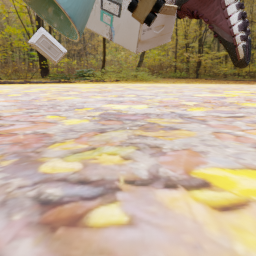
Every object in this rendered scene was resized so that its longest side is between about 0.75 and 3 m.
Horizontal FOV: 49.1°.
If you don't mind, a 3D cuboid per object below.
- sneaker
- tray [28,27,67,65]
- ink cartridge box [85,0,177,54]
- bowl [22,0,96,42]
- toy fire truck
[{"bbox_3d":[2.146,-2.816,7.319,1.643,2.844,1.076,-10,10,36],"label":"sneaker"},{"bbox_3d":[-3.229,-3.293,11.482,0.170,0.825,1.536,44,3,41],"label":"tray"},{"bbox_3d":[0.058,-3.481,8.052,2.293,1.675,1.682,35,45,27],"label":"ink cartridge box"},{"bbox_3d":[-1.421,-2.852,5.340,2.175,1.138,2.175,38,-5,4],"label":"bowl"},{"bbox_3d":[0.666,-2.583,5.542,0.752,1.029,1.169,37,36,-1],"label":"toy fire truck"}]
